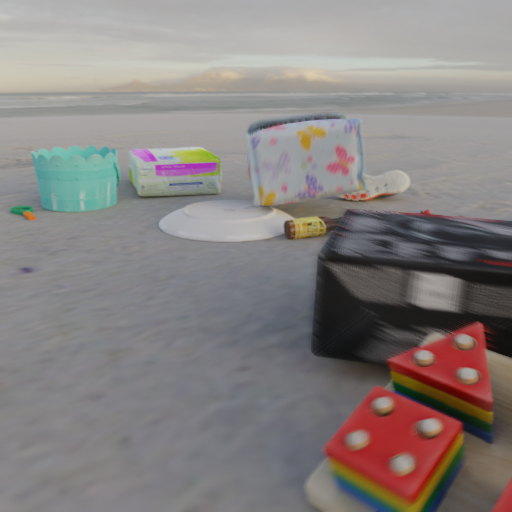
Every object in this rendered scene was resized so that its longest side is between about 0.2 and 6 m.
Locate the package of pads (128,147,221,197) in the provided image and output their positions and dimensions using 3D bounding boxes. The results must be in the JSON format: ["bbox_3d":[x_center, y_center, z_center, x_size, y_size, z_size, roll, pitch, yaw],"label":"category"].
[{"bbox_3d":[-2.351,-2.483,16.065,2.382,1.052,3.084,-5,19,-16],"label":"package of pads"}]

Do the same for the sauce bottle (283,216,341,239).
[{"bbox_3d":[1.187,-0.595,11.204,1.262,0.416,0.416,-9,20,-17],"label":"sauce bottle"}]

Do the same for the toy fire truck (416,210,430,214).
[{"bbox_3d":[2.884,-0.491,10.408,1.364,0.332,0.962,-15,17,32],"label":"toy fire truck"}]

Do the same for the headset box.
[{"bbox_3d":[2.106,0.249,6.940,2.360,1.225,3.171,6,14,13],"label":"headset box"}]

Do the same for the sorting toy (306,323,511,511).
[{"bbox_3d":[1.626,1.290,3.919,1.938,0.674,1.926,18,45,42],"label":"sorting toy"}]

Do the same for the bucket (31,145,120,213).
[{"bbox_3d":[-4.421,-1.943,13.888,2.112,1.374,2.112,1,18,0],"label":"bucket"}]

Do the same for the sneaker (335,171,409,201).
[{"bbox_3d":[2.959,-1.722,14.678,1.992,0.768,0.816,-2,-13,7],"label":"sneaker"}]

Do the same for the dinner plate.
[{"bbox_3d":[-0.603,-0.860,12.255,3.028,0.367,3.028,1,17,0],"label":"dinner plate"}]

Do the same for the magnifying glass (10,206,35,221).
[{"bbox_3d":[-5.356,-0.992,12.993,0.496,0.139,1.245,-12,19,-33],"label":"magnifying glass"}]

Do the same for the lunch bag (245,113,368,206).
[{"bbox_3d":[1.032,-2.301,13.023,2.558,1.918,3.016,-7,11,3],"label":"lunch bag"}]
